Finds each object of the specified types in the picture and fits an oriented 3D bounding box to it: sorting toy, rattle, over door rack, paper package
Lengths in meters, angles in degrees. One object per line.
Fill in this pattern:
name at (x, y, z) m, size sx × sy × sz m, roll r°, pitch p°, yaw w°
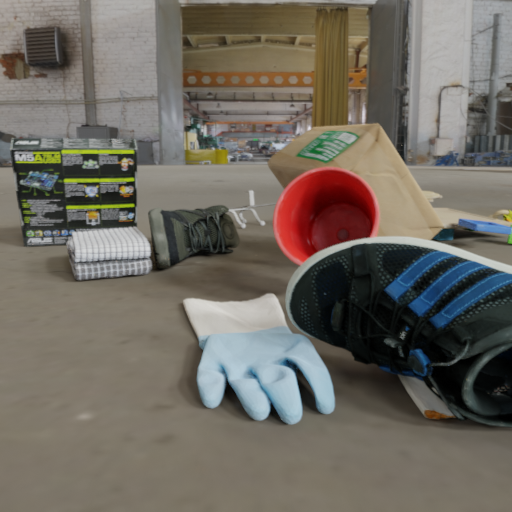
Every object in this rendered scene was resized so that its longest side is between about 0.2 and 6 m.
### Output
sorting toy at (3.959, -0.686, 11.915) m, size 2.242 × 0.542 × 3.981 m, roll 3°, pitch 12°, yaw -22°
rattle at (5.640, -0.729, 13.113) m, size 0.771 × 0.551 × 0.502 m, roll -10°, pitch -27°, yaw 28°
over door rack at (-0.205, -0.980, 12.691) m, size 1.377 × 0.621 × 1.864 m, roll -10°, pitch -5°, yaw -43°
paper package at (1.473, -0.953, 8.854) m, size 1.158 × 2.134 × 2.239 m, roll -42°, pitch 22°, yaw -5°

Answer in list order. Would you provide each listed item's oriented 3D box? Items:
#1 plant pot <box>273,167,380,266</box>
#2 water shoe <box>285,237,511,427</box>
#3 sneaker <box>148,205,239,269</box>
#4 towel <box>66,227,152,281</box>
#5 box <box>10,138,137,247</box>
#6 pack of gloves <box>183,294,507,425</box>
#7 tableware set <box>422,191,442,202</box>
plant pot at (0.907, -0.334, 6.527) m, size 1.179 × 1.179 × 1.043 m, roll 4°, pitch -7°, yaw 21°
water shoe at (1.425, 0.535, 4.064) m, size 2.940 × 1.051 × 1.160 m, roll 6°, pitch 20°, yaw 28°
sneaker at (-1.029, -0.393, 9.357) m, size 1.432 × 0.955 × 2.499 m, roll -7°, pitch 6°, yaw 0°
towel at (-2.269, -0.019, 8.563) m, size 1.132 × 0.585 × 1.367 m, roll -6°, pitch 15°, yaw -21°
box at (-3.301, -1.156, 10.409) m, size 2.147 × 2.073 × 0.510 m, roll -4°, pitch 35°, yaw -15°
pack of gloves at (0.710, 0.582, 5.449) m, size 2.707 × 0.636 × 3.222 m, roll -1°, pitch 11°, yaw -10°
tableware set at (3.549, -1.525, 16.256) m, size 3.209 × 0.446 × 3.842 m, roll 3°, pitch 13°, yaw 25°
